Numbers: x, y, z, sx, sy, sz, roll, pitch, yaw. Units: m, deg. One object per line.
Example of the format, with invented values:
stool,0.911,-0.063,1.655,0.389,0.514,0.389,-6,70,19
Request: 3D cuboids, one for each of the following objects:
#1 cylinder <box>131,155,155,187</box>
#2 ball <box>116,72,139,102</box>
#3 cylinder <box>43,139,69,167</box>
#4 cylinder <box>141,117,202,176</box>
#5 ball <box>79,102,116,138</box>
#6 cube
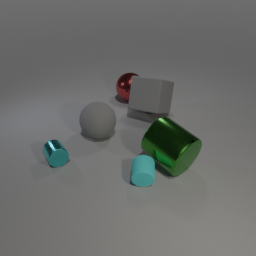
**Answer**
cylinder,0.459,1.303,8.512,0.700,0.700,0.700,2,41,3
ball,0.109,-1.981,13.577,1.400,1.400,1.400,0,30,0
cylinder,-2.433,0.844,9.419,0.700,0.700,0.700,-16,34,-26
cylinder,1.377,0.568,8.947,1.400,1.400,1.400,-25,50,-36
ball,-1.144,-0.302,10.662,1.400,1.400,1.400,0,30,0
cube,1.006,-1.419,12.033,1.400,1.400,1.400,12,9,29
